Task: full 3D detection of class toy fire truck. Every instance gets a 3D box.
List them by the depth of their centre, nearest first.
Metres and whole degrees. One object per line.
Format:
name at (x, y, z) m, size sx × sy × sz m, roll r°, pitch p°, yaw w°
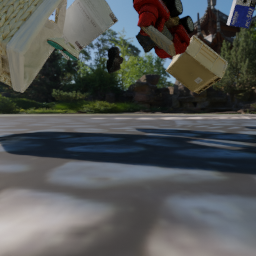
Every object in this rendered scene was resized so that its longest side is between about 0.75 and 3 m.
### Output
toy fire truck at (0.979, -2.521, 7.503) m, size 1.419 × 2.205 × 1.941 m, roll -7°, pitch -33°, yaw 38°

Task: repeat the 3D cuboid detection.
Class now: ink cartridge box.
ink cartridge box at (3.602, -3.852, 8.659) m, size 0.647 × 1.377 × 0.304 m, roll 8°, pitch 25°, yaw -2°

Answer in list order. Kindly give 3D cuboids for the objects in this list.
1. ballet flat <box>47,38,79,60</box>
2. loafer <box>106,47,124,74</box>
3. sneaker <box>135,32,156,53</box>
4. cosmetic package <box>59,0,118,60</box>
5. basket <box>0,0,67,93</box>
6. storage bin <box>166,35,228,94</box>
ballet flat at (-1.875, -2.403, 8.197) m, size 0.396 × 0.396 × 1.140 m, roll 3°, pitch -16°, yaw 40°
loafer at (-0.403, -2.324, 9.428) m, size 0.509 × 0.512 × 1.407 m, roll -15°, pitch -9°, yaw -14°
sneaker at (0.843, -3.214, 9.975) m, size 0.656 × 0.784 × 1.728 m, roll -41°, pitch -2°, yaw 31°
cosmetic package at (-1.834, -3.870, 10.715) m, size 2.857 × 1.452 × 1.058 m, roll -15°, pitch 29°, yaw 53°
basket at (-3.284, -2.940, 8.374) m, size 1.844 × 2.989 × 2.026 m, roll 24°, pitch -32°, yaw -7°
storage bin at (2.480, -2.213, 10.232) m, size 1.630 × 0.770 × 1.642 m, roll 36°, pitch -21°, yaw -6°
